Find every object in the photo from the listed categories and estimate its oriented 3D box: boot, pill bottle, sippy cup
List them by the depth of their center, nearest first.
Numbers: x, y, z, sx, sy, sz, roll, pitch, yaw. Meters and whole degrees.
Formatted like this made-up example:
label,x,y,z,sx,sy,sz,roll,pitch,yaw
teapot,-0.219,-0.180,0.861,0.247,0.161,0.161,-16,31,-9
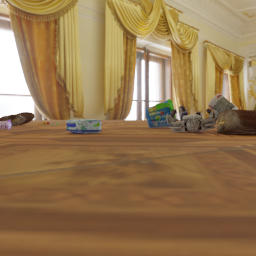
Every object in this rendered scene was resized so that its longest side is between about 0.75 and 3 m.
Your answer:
label,x,y,z,sx,sy,sz,roll,pitch,yaw
boot,3.542,-0.232,7.733,2.756,0.885,2.568,-5,1,-5
pill bottle,3.846,-0.720,11.033,0.703,0.703,1.234,-3,44,-50
sippy cup,1.308,-0.508,11.402,1.101,1.503,1.180,-11,30,1
boot,-5.647,-0.492,14.761,2.042,0.704,2.191,-17,8,-34

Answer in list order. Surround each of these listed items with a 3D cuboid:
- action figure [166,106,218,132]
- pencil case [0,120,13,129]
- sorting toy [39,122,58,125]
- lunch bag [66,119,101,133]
label,x,y,z,sx,sy,sz,roll,pitch,yaw
action figure,1.903,-0.257,8.482,1.459,0.778,2.242,6,6,9
pencil case,-4.507,-0.115,9.811,0.804,0.344,0.337,-1,6,1
sorting toy,-4.412,-0.251,15.485,0.751,0.182,1.334,1,3,26
lunch bag,-1.215,-0.051,7.552,0.743,0.381,0.925,0,2,-38
